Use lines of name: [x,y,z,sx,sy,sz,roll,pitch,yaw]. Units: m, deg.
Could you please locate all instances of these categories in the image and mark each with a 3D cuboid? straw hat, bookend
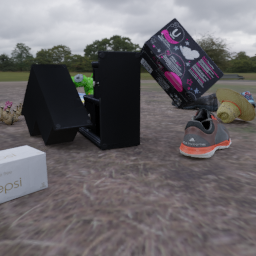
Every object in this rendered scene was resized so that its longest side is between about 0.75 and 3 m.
straw hat: [4.043,-0.669,11.275,0.847,2.002,2.002,-46,23,-7]
bookend: [-2.325,-0.323,8.627,1.074,2.316,2.331,-9,59,-35]
bookend: [-0.707,-0.954,8.609,1.207,2.621,2.605,-5,14,-24]

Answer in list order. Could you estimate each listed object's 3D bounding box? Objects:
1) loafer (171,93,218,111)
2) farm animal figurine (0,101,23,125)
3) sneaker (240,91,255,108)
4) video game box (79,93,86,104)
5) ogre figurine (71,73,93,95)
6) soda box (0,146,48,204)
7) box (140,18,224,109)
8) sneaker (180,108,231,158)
loafer: [3.539,-1.465,14.936,2.571,0.929,0.936,7,15,32]
farm animal figurine: [-4.842,-0.519,11.229,1.478,0.771,1.462,0,22,-35]
sneaker: [6.542,-1.594,15.591,0.751,0.905,1.895,0,12,1]
video game box: [-2.120,-1.212,13.775,2.813,0.658,2.562,10,17,13]
ogre figurine: [-1.649,-1.690,11.516,2.337,1.146,1.401,38,-24,-26]
soda box: [-2.488,0.887,4.579,0.755,0.706,2.218,11,17,42]
box: [1.397,-1.722,7.807,1.152,2.008,1.327,-40,1,-10]
sneaker: [2.256,-0.003,7.723,1.046,1.112,2.715,6,14,27]
